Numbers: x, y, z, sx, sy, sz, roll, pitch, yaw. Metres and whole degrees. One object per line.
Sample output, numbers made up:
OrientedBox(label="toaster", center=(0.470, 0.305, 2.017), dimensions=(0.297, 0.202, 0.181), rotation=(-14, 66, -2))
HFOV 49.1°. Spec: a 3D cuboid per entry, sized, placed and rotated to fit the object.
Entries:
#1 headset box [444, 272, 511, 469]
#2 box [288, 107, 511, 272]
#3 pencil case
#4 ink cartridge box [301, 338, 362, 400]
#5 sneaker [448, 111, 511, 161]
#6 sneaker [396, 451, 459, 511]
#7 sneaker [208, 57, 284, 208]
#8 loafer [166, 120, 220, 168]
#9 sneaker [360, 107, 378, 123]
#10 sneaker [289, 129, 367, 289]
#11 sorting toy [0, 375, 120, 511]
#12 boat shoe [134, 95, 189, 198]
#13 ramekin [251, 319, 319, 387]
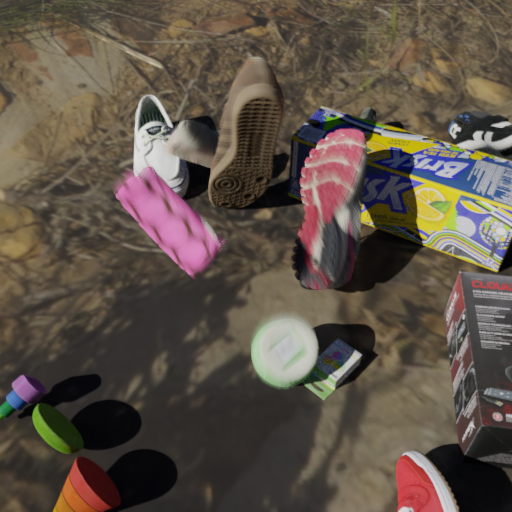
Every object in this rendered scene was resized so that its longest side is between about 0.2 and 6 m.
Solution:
OrientedBox(label="headset box", center=(4.280, 1.610, 8.598), dimensions=(2.335, 1.212, 3.137), rotation=(7, 47, 7))
OrientedBox(label="box", center=(2.990, -1.466, 11.395), dimensions=(4.612, 1.616, 1.483), rotation=(23, 49, 22))
OrientedBox(label="pencil case", center=(-1.294, -0.577, 8.573), dimensions=(1.742, 0.816, 0.791), rotation=(44, 44, -8))
OrientedBox(label="ink cartridge box", center=(1.219, 1.815, 9.048), dimensions=(0.495, 0.283, 0.954), rotation=(34, 54, 30))
OrientedBox(label="sneaker", center=(4.809, -2.555, 13.000), dimensions=(3.045, 1.113, 1.703), rotation=(-16, 43, -27))
OrientedBox(label="sneaker", center=(1.771, 3.664, 6.737), dimensions=(1.453, 0.920, 2.583), rotation=(-3, 47, -8))
OrientedBox(label="sneaker", center=(-0.180, -2.272, 10.916), dimensions=(1.189, 3.374, 1.275), rotation=(6, 57, -15))
OrientedBox(label="loafer", center=(-0.860, -2.255, 12.311), dimensions=(2.426, 0.763, 0.872), rotation=(16, 55, -41))
OrientedBox(label="sneaker", center=(2.896, -2.741, 13.327), dimensions=(1.160, 0.774, 2.025), rotation=(10, 48, 7))
OrientedBox(label="sneaker", center=(1.412, -0.838, 10.093), dimensions=(1.162, 2.883, 1.076), rotation=(18, 8, 42))
OrientedBox(label="sorting toy", center=(-2.961, 2.807, 7.869), dimensions=(0.884, 0.890, 2.566), rotation=(-45, 59, -8))
OrientedBox(label="boat shoe", center=(-2.360, -2.570, 12.897), dimensions=(1.187, 1.078, 3.228), rotation=(-14, 47, -14))
OrientedBox(label="ramekin", center=(0.472, 1.482, 8.717), dimensions=(1.057, 0.516, 1.057), rotation=(1, 74, -5))
